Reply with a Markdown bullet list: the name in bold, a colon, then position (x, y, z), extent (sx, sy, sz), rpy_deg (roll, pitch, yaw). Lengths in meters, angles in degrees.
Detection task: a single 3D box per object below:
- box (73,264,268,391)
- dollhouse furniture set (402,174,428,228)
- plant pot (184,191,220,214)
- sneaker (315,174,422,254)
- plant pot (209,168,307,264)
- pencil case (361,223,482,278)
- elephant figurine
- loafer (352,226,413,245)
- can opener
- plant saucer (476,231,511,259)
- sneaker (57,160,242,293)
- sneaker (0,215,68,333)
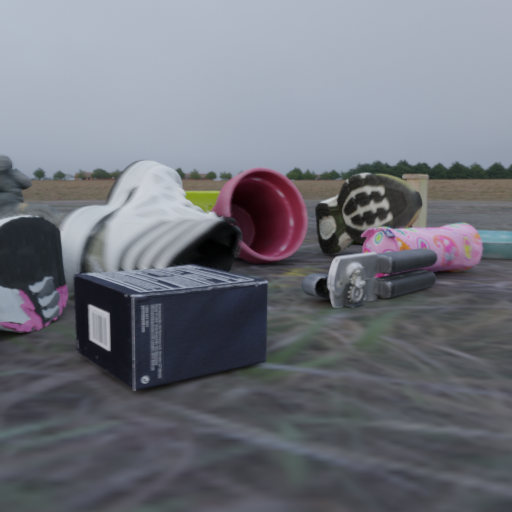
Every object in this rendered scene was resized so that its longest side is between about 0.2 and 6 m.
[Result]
- **box**: position (-0.662, 0.478, 4.274), extent (1.101, 0.684, 1.110), rpy_deg (-5, 9, -36)
- **dollhouse furniture set**: position (3.273, -1.368, 15.079), extent (2.416, 1.605, 2.117), rpy_deg (4, 8, 28)
- **plant pot**: position (-1.493, -0.759, 11.856), extent (1.343, 1.224, 1.349), rpy_deg (-3, 8, -19)
- **sneaker**: position (2.124, -0.816, 9.780), extent (1.383, 1.200, 3.122), rpy_deg (-14, 0, -17)
- **plant pot**: position (-0.140, -0.594, 9.927), extent (1.622, 1.622, 1.452), rpy_deg (-4, -7, -31)
- **pencil case**: position (2.468, -0.105, 8.350), extent (1.888, 0.825, 0.825), rpy_deg (-3, 8, -29)
- **elephant figurine**: position (-3.917, -0.463, 8.959), extent (1.495, 2.113, 1.639), rpy_deg (-40, -13, -17)
- **loafer**: position (2.506, -0.723, 12.692), extent (0.952, 0.930, 2.608), rpy_deg (-6, 10, -41)
- **can opener**: position (1.421, 0.209, 6.863), extent (0.724, 0.578, 2.166), rpy_deg (8, 10, 43)
- **plant saucer**: position (4.649, -0.237, 11.202), extent (2.668, 0.366, 2.668), rpy_deg (-1, 7, 0)
- **sneaker**: position (-1.109, -0.336, 7.727), extent (1.991, 1.306, 3.460), rpy_deg (9, 26, 6)
- **sneaker**: position (-2.734, 0.225, 4.820), extent (1.183, 1.100, 2.739), rpy_deg (1, 6, 14)
